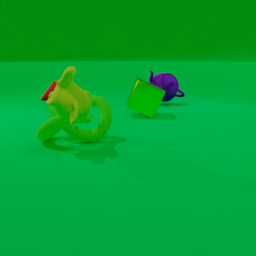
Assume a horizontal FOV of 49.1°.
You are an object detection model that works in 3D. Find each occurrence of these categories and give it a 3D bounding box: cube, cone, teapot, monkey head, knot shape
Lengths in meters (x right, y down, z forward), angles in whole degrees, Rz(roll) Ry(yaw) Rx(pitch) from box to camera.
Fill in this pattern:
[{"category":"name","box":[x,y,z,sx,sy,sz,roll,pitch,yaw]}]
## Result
[{"category":"cube","box":[0.579,-1.074,9.787,1.005,1.005,1.005,23,13,-6]},{"category":"cone","box":[-3.187,-1.319,11.435,0.946,0.942,0.942,-32,30,-30]},{"category":"teapot","box":[1.572,-1.823,11.915,2.052,1.276,1.005,27,-25,-21]},{"category":"monkey head","box":[-1.162,-0.687,6.037,0.906,1.082,1.504,29,23,-8]},{"category":"knot shape","box":[-1.498,-0.213,7.073,1.909,0.882,1.786,22,40,36]}]
